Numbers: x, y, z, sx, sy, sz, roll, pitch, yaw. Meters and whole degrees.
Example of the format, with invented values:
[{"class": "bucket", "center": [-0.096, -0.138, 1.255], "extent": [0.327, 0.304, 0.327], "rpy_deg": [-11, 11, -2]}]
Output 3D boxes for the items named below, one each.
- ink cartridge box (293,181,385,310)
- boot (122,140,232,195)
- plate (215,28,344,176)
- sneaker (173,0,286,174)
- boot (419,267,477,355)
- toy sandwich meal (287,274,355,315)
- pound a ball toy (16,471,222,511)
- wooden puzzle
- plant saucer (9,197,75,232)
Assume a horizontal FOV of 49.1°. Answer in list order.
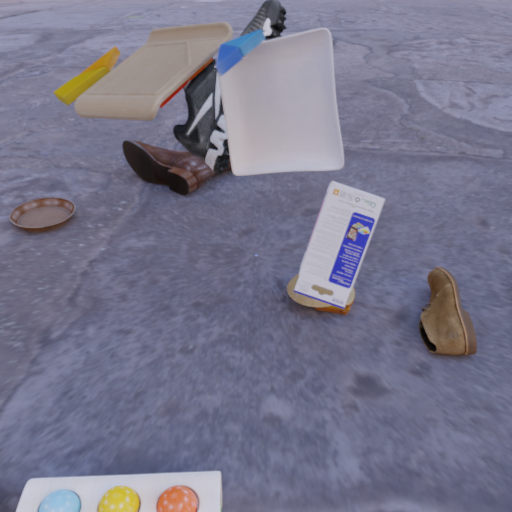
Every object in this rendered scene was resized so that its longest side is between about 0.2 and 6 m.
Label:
[{"class": "ink cartridge box", "center": [1.154, -0.155, 7.932], "extent": [0.788, 1.665, 0.309], "rpy_deg": [19, 6, 1]}, {"class": "boot", "center": [-1.645, -2.661, 14.346], "extent": [2.542, 0.876, 2.728], "rpy_deg": [33, 47, 22]}, {"class": "plate", "center": [0.377, -2.238, 8.452], "extent": [1.962, 1.966, 0.318], "rpy_deg": [2, 19, 33]}, {"class": "sneaker", "center": [-0.649, -3.451, 10.943], "extent": [1.556, 3.439, 1.143], "rpy_deg": [28, 17, 6]}, {"class": "boot", "center": [2.992, 0.851, 9.217], "extent": [0.731, 0.713, 1.937], "rpy_deg": [-8, 34, 8]}, {"class": "toy sandwich meal", "center": [1.121, 0.651, 9.752], "extent": [1.193, 0.408, 1.193], "rpy_deg": [-3, 32, 2]}, {"class": "pound a ball toy", "center": [-1.194, 2.960, 5.588], "extent": [2.406, 1.022, 1.569], "rpy_deg": [-1, 33, -2]}, {"class": "wooden puzzle", "center": [-1.465, -2.597, 7.982], "extent": [3.110, 0.364, 2.098], "rpy_deg": [21, 63, 42]}, {"class": "plant saucer", "center": [-4.630, -0.871, 12.207], "extent": [1.365, 0.235, 1.365], "rpy_deg": [0, 32, 0]}]
